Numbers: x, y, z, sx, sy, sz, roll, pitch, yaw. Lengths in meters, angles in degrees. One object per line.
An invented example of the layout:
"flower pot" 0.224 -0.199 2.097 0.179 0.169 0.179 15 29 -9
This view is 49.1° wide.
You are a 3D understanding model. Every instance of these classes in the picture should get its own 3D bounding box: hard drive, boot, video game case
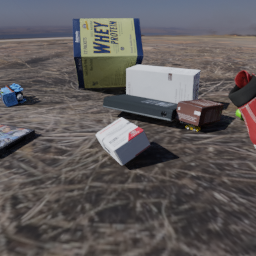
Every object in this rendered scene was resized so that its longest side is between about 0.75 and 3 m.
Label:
"hard drive" 0.607 -0.763 9.719 2.464 0.405 1.719 14 15 24
"boot" 3.968 -0.827 7.635 2.926 2.111 1.060 -27 -4 -35
"video game case" -3.859 0.287 7.882 1.787 0.228 1.615 8 23 19

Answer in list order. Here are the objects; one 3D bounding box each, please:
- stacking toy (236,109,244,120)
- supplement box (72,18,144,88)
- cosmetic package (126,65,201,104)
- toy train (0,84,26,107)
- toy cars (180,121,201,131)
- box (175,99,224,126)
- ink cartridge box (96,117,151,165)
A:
"stacking toy" 5.325 -0.380 8.932 2.964 0.696 2.235 -9 24 -19
"supplement box" -0.945 -3.256 12.592 2.800 1.882 2.803 -3 -19 -6
"cosmetic package" 1.301 -1.538 10.723 2.664 1.503 1.081 9 24 24
"toy train" -4.765 -1.372 11.441 0.882 0.669 1.544 -20 29 -27
"toy cars" 1.998 -0.152 8.990 0.424 0.209 0.945 -3 22 -9
"box" 2.335 -0.531 9.032 0.841 0.630 1.680 21 18 38
"ink cartridge box" -0.149 0.284 6.838 0.856 0.497 1.186 -34 30 -14
